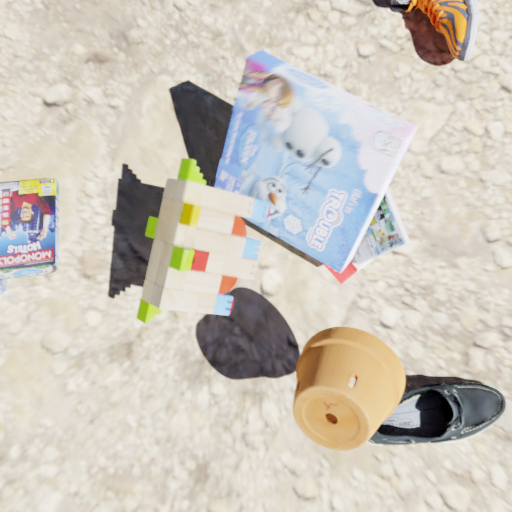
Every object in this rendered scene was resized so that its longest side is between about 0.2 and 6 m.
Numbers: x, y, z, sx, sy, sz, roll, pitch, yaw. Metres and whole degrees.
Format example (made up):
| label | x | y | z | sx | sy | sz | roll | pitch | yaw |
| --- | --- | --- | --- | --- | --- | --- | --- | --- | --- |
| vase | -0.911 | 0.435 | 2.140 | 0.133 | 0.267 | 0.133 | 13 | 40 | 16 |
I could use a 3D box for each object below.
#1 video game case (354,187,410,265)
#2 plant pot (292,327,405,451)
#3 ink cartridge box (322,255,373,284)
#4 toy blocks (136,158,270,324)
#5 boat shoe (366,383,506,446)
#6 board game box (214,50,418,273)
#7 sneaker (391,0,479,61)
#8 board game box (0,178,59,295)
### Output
| label | x | y | z | sx | sy | sz | roll | pitch | yaw |
| --- | --- | --- | --- | --- | --- | --- | --- | --- | --- |
| video game case | 2.024 | -0.626 | 9.976 | 0.143 | 1.184 | 1.299 | -12 | 79 | -39 |
| plant pot | 1.141 | 1.865 | 7.521 | 1.510 | 1.510 | 1.057 | 29 | 35 | 10 |
| ink cartridge box | 1.731 | -0.106 | 10.509 | 1.036 | 0.260 | 0.834 | -36 | 75 | -14 |
| toy blocks | -0.729 | -0.081 | 8.988 | 1.759 | 1.286 | 2.574 | 11 | 93 | -38 |
| boat shoe | 2.967 | 2.592 | 9.236 | 2.587 | 0.858 | 0.967 | -4 | 71 | -2 |
| board game box | 0.792 | -1.514 | 9.491 | 2.838 | 2.852 | 0.619 | 30 | 41 | 13 |
| sneaker | 3.726 | -5.280 | 11.986 | 1.619 | 1.121 | 2.889 | -1 | 60 | 4 |
| board game box | -4.732 | -0.153 | 10.274 | 2.318 | 0.715 | 2.317 | -5 | 72 | -2 |
